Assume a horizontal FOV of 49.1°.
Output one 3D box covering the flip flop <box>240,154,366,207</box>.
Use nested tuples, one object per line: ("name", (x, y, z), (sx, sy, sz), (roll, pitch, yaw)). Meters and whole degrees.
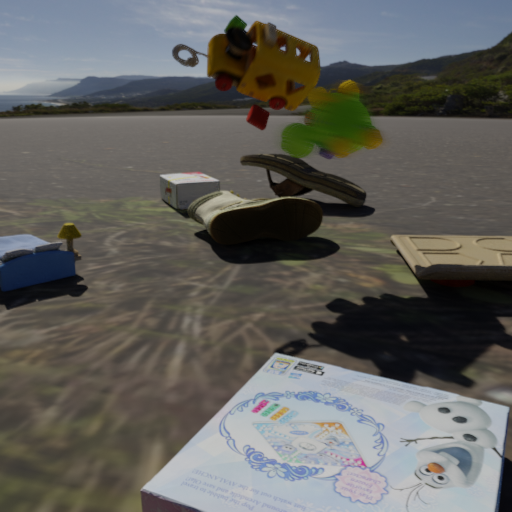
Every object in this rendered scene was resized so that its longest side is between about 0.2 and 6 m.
("flip flop", (0.927, -1.590, 12.417), (3.144, 0.905, 1.275), (25, 23, 24))

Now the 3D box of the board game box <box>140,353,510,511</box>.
("board game box", (0.545, 1.318, 3.500), (1.790, 0.388, 1.781), (9, 19, 26))

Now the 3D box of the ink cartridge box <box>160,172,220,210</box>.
("ink cartridge box", (-1.448, -1.434, 12.178), (0.984, 0.565, 1.356), (-7, 19, -23))

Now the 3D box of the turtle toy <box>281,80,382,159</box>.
("turtle toy", (1.043, -1.836, 8.098), (1.470, 1.071, 0.743), (-20, -8, -25))

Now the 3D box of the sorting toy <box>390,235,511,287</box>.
("sorting toy", (3.503, 0.075, 7.707), (2.951, 0.395, 2.198), (1, 13, 3))

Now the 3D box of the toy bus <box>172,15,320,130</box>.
("toy bus", (0.052, -3.055, 8.585), (1.930, 1.821, 0.997), (-40, 0, -39))

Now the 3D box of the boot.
("boot", (-0.043, -0.736, 9.677), (2.033, 0.733, 1.572), (-8, 18, -21))

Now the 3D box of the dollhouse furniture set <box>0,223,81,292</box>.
("dollhouse furniture set", (-3.735, -0.450, 7.560), (2.148, 1.402, 2.028), (-13, 22, -38))
